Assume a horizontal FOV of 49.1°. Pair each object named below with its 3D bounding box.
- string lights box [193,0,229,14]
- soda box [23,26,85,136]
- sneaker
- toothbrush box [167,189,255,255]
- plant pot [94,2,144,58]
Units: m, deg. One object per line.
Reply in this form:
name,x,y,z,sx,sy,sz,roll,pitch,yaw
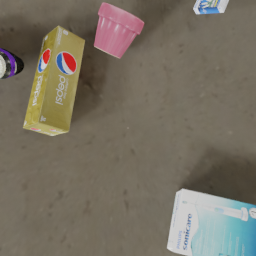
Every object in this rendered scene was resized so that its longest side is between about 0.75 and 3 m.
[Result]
string lights box,2.163,-3.226,7.308,0.795,0.234,0.409,16,78,40
soda box,-1.782,-1.119,6.868,0.800,0.847,2.501,19,69,-39
sneaker,-3.693,-1.706,7.114,2.405,1.196,0.836,17,111,19
toothbrush box,1.866,2.180,6.073,1.792,0.764,1.312,12,71,2
plant pot,-0.318,-2.376,7.002,1.155,1.155,1.034,28,104,8
